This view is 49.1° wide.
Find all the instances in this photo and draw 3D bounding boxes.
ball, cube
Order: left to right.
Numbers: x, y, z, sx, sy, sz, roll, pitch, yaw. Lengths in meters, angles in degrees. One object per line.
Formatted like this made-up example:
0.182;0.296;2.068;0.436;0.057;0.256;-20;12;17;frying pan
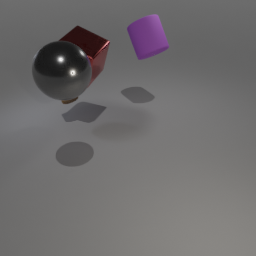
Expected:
-1.574;-1.364;6.733;1.400;1.400;1.400;0;31;0;ball
-1.688;-2.612;10.295;1.400;1.400;1.400;27;49;4;cube

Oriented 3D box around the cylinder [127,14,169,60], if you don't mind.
0.836;-3.762;11.709;1.400;1.400;1.400;-21;5;2;cylinder

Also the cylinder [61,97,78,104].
-2.455;-1.422;11.338;0.700;0.700;0.700;-19;80;-29;cylinder
